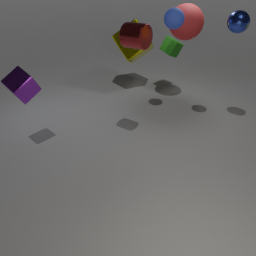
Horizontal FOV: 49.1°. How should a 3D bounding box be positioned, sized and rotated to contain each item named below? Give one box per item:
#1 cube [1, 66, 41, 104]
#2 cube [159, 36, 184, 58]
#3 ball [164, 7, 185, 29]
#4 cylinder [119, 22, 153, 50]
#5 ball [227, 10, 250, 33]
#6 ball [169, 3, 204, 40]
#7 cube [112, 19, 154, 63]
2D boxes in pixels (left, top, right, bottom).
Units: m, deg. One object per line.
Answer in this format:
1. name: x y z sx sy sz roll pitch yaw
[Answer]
1. cube: -3.194 -1.281 8.414 0.700 0.700 0.700 38 77 22
2. cube: 2.073 -3.861 13.317 0.700 0.700 0.700 43 27 26
3. ball: 1.580 -3.748 9.588 0.700 0.700 0.700 0 31 0
4. cylinder: 0.225 -2.580 7.852 0.700 0.700 0.700 18 35 31
5. ball: 3.540 -3.397 8.972 0.700 0.700 0.700 0 31 0
6. ball: 2.341 -4.260 11.273 1.400 1.400 1.400 0 31 0
7. cube: 0.274 -4.176 13.614 1.400 1.400 1.400 -33 3 12
